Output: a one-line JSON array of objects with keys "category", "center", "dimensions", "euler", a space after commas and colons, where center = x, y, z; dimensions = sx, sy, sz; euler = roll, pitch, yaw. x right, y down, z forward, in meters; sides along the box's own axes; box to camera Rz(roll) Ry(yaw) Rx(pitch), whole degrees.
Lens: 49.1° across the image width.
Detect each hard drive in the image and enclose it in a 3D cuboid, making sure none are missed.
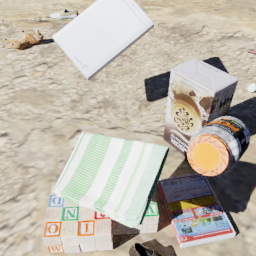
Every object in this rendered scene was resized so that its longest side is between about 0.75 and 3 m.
[{"category": "hard drive", "center": [-0.697, -2.706, 7.897], "dimensions": [2.414, 0.322, 1.592], "euler": [-40, 85, -2]}]

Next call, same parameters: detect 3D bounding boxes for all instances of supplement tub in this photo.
[{"category": "supplement tub", "center": [1.640, 0.312, 5.054], "dimensions": [0.866, 0.866, 1.414], "euler": [25, 24, 26]}]

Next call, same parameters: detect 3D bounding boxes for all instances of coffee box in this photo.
[{"category": "coffee box", "center": [1.770, -0.390, 7.301], "dimensions": [0.940, 2.356, 1.331], "euler": [-28, 48, -28]}]

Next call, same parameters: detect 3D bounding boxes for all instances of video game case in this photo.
[{"category": "video game case", "center": [1.509, 1.807, 6.465], "dimensions": [1.233, 0.150, 1.724], "euler": [-7, 41, -9]}]

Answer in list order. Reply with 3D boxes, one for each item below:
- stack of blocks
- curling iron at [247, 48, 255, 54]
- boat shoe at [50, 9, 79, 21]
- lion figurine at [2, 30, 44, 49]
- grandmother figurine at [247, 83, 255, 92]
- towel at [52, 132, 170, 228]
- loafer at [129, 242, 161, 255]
[{"category": "stack of blocks", "center": [-0.524, 1.845, 6.018], "dimensions": [2.282, 0.668, 1.314], "euler": [-2, 41, -3]}, {"category": "curling iron", "center": [5.904, -3.244, 12.255], "dimensions": [1.321, 0.169, 0.327], "euler": [24, 46, 25]}, {"category": "boat shoe", "center": [-3.502, -6.284, 15.448], "dimensions": [1.624, 0.556, 0.607], "euler": [2, 41, 2]}, {"category": "lion figurine", "center": [-4.786, -3.970, 12.870], "dimensions": [1.060, 0.627, 1.732], "euler": [34, 65, 21]}, {"category": "grandmother figurine", "center": [4.934, -1.478, 10.122], "dimensions": [1.211, 0.367, 0.734], "euler": [-7, 16, -3]}, {"category": "towel", "center": [-0.332, 0.732, 4.577], "dimensions": [1.743, 0.204, 1.329], "euler": [9, 64, 33]}, {"category": "loafer", "center": [0.481, 2.581, 5.396], "dimensions": [1.083, 0.386, 0.395], "euler": [21, 45, 23]}]
